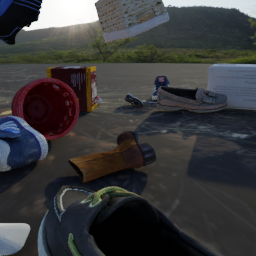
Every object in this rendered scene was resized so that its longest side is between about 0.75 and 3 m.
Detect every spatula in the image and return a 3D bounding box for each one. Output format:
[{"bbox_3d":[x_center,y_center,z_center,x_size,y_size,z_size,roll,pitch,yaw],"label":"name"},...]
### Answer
[{"bbox_3d":[-2.417,1.429,2.635,2.525,0.203,1.756,-1,21,0],"label":"spatula"}]

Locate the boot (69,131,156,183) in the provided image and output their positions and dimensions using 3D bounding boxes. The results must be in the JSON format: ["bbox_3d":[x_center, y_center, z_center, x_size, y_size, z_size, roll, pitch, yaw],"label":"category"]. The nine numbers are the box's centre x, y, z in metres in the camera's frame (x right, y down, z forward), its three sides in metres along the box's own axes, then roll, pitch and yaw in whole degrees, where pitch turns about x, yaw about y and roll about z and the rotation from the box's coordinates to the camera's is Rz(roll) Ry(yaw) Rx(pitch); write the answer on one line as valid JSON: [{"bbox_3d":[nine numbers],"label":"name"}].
[{"bbox_3d":[-0.411,0.554,5.479,1.480,0.507,1.393,-14,28,-21],"label":"boot"}]

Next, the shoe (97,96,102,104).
[{"bbox_3d":[-2.083,-1.472,11.445,2.098,0.954,0.750,6,17,19],"label":"shoe"}]

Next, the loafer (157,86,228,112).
[{"bbox_3d":[2.303,-1.099,10.096,2.557,0.804,0.919,1,37,9],"label":"loafer"}]

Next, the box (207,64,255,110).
[{"bbox_3d":[4.503,-1.733,11.255,2.398,1.567,2.385,6,17,20],"label":"box"}]

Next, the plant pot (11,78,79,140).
[{"bbox_3d":[-2.155,-0.462,7.038,1.470,1.470,1.339,-11,8,-34],"label":"plant pot"}]

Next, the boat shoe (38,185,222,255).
[{"bbox_3d":[0.029,0.995,2.236,1.067,0.901,2.992,8,6,-31],"label":"boat shoe"}]

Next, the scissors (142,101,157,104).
[{"bbox_3d":[1.514,-0.930,10.902,2.541,0.177,0.930,4,19,7],"label":"scissors"}]

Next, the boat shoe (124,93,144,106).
[{"bbox_3d":[0.240,-1.053,11.167,0.325,0.407,1.078,-46,36,-7],"label":"boat shoe"}]

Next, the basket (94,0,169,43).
[{"bbox_3d":[-0.003,-3.376,8.131,1.383,1.259,2.041,-29,22,-17],"label":"basket"}]

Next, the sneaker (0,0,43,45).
[{"bbox_3d":[-2.685,-3.452,7.423,0.959,1.066,2.736,25,72,33],"label":"sneaker"}]

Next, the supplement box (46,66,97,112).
[{"bbox_3d":[-2.012,-1.465,10.326,1.572,1.551,1.044,1,16,4],"label":"supplement box"}]

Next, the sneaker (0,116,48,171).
[{"bbox_3d":[-2.656,0.281,5.505,1.920,0.774,1.406,20,20,38],"label":"sneaker"}]

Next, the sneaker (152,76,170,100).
[{"bbox_3d":[1.530,-1.878,12.856,0.873,0.984,2.329,1,16,2],"label":"sneaker"}]
